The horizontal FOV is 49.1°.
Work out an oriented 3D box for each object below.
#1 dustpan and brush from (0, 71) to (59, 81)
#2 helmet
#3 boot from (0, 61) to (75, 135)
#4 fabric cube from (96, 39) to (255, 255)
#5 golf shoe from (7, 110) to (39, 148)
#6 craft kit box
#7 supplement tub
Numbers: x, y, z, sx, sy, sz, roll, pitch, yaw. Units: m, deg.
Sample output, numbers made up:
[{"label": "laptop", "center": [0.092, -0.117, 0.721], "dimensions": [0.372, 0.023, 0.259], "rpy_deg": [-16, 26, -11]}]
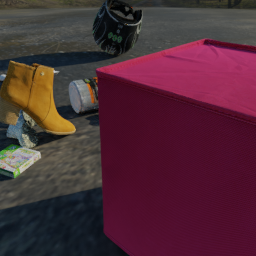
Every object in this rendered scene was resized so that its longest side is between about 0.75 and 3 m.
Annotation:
[{"label": "dustpan and brush", "center": [-4.319, -2.114, 11.494], "dimensions": [2.499, 0.715, 1.744], "rpy_deg": [12, 20, 10]}, {"label": "helmet", "center": [-0.645, -5.409, 15.369], "dimensions": [2.835, 2.702, 2.835], "rpy_deg": [11, 57, -18]}, {"label": "boot", "center": [-2.060, -0.732, 7.072], "dimensions": [2.193, 1.570, 0.772], "rpy_deg": [13, 10, -43]}, {"label": "fabric cube", "center": [1.505, 0.489, 4.108], "dimensions": [2.811, 2.856, 2.865], "rpy_deg": [23, 35, 37]}, {"label": "golf shoe", "center": [-2.833, 0.141, 7.398], "dimensions": [0.750, 0.604, 1.542], "rpy_deg": [-33, 37, 1]}, {"label": "craft kit box", "center": [-2.644, 0.741, 6.456], "dimensions": [0.882, 0.214, 0.871], "rpy_deg": [12, 27, 20]}, {"label": "supplement tub", "center": [-0.953, -1.125, 9.053], "dimensions": [1.703, 1.043, 1.043], "rpy_deg": [-16, 32, -26]}]
